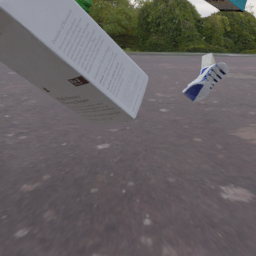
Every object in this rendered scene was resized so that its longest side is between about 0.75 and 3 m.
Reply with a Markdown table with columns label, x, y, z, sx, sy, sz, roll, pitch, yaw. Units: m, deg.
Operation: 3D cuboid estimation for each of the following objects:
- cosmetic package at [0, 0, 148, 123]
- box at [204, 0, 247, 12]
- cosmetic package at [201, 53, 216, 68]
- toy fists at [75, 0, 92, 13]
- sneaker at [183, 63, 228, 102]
| label | x | y | z | sx | sy | sz | roll | pitch | yaw |
| --- | --- | --- | --- | --- | --- | --- | --- | --- | --- |
| cosmetic package | -0.904 | -1.008 | 4.067 | 1.215 | 0.885 | 2.390 | -4 | -30 | 45 |
| box | 3.019 | -4.537 | 9.350 | 2.359 | 0.580 | 0.971 | 2 | 17 | -44 |
| cosmetic package | 2.326 | -1.766 | 8.037 | 0.307 | 0.434 | 0.839 | -16 | 31 | 27 |
| toy fists | -1.750 | -3.203 | 7.624 | 1.631 | 0.831 | 0.561 | -24 | 9 | 13 |
| sneaker | 1.863 | -1.145 | 6.814 | 1.144 | 0.462 | 0.660 | -42 | 12 | 14 |
